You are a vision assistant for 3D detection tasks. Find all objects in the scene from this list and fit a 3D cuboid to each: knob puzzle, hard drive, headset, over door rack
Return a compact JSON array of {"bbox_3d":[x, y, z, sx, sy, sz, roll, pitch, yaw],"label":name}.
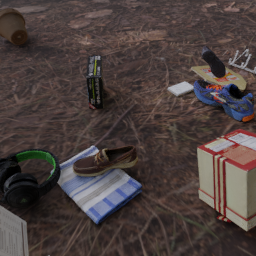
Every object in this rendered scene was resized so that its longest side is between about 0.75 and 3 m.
[{"bbox_3d":[4.122,-2.081,12.176,2.415,0.335,2.415,9,36,-7],"label":"knob puzzle"},{"bbox_3d":[2.274,-1.667,11.905,0.986,0.132,0.650,-23,44,-25],"label":"hard drive"},{"bbox_3d":[-3.046,1.325,7.260,1.664,1.266,2.695,27,46,30],"label":"headset"},{"bbox_3d":[6.008,-3.368,13.640,1.904,0.634,1.407,-31,49,-33],"label":"over door rack"}]

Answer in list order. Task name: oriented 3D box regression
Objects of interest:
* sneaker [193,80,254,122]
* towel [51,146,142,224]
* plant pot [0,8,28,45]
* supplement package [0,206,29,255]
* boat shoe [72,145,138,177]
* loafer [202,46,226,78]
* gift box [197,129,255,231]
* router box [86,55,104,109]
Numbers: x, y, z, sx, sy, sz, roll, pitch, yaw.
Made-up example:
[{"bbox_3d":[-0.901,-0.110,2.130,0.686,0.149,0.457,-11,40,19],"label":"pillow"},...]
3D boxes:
[{"bbox_3d":[3.695,-1.322,10.734,1.012,1.054,2.686,-29,47,-33],"label":"sneaker"},{"bbox_3d":[-0.923,1.461,7.894,1.686,0.273,2.296,-30,48,-31],"label":"towel"},{"bbox_3d":[-6.383,-5.523,15.685,1.743,1.743,1.520,-26,62,-28],"label":"plant pot"},{"bbox_3d":[-3.190,2.755,4.551,2.707,1.501,2.108,-31,42,1],"label":"supplement package"},{"bbox_3d":[-0.669,0.852,7.968,1.906,0.686,0.688,-8,43,-3],"label":"boat shoe"},{"bbox_3d":[3.230,-2.496,10.506,0.537,1.495,0.471,-26,42,30],"label":"loafer"},{"bbox_3d":[2.843,1.203,7.054,1.803,1.825,1.954,-17,22,-18],"label":"gift box"},{"bbox_3d":[-1.281,-1.842,11.093,0.585,1.410,1.882,-2,38,-4],"label":"router box"}]
